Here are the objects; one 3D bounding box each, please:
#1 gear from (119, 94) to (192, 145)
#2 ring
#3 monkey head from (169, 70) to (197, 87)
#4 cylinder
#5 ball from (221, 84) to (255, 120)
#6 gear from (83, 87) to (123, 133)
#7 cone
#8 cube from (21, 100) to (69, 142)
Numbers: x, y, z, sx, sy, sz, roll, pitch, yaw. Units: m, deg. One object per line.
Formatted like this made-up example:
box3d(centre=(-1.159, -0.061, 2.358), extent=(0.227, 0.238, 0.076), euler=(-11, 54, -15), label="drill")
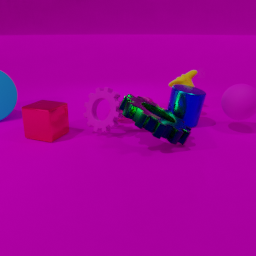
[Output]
box3d(centre=(0.675, -0.244, 6.890), extent=(1.821, 0.337, 1.821), euler=(25, 18, -9), label="gear")
box3d(centre=(0.104, -0.623, 8.718), extent=(1.451, 0.290, 1.451), euler=(-13, 22, 5), label="ring")
box3d(centre=(1.970, -1.321, 9.316), extent=(1.121, 0.939, 1.559), euler=(-34, 1, -8), label="monkey head")
box3d(centre=(1.634, -0.645, 8.005), extent=(0.970, 0.970, 0.970), euler=(9, 23, -4), label="cylinder")
box3d(centre=(2.996, -0.689, 7.474), extent=(0.970, 0.970, 0.970), euler=(0, 20, 0), label="ball")
box3d(centre=(-0.646, -0.466, 7.268), extent=(1.159, 1.159, 0.214), euler=(14, 3, 33), label="gear")
box3d(centre=(-4.384, -0.929, 8.955), extent=(1.659, 1.659, 1.666), euler=(-7, 0, -19), label="cone")
box3d(centre=(-2.093, -0.203, 7.187), extent=(0.826, 0.826, 0.826), euler=(8, 21, 20), label="cube")
